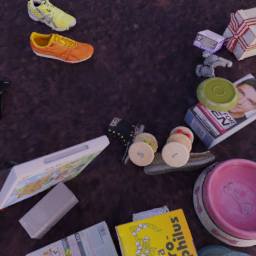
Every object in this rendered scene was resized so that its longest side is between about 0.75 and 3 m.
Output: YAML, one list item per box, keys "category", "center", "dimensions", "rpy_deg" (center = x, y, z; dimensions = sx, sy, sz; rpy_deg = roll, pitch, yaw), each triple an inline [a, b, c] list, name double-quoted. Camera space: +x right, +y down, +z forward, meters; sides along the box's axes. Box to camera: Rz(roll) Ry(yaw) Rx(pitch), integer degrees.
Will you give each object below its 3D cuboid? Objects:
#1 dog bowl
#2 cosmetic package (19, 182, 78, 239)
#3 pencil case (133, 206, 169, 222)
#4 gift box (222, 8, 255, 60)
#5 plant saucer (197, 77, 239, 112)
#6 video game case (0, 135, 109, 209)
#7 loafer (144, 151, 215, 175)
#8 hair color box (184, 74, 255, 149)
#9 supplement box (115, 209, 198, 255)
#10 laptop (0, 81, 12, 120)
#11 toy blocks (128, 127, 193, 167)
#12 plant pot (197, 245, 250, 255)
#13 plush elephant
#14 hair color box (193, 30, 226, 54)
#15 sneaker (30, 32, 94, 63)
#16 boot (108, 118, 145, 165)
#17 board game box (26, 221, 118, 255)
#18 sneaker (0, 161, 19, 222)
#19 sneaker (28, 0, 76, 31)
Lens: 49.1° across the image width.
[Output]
- category: "dog bowl"
  center: [3.418, 2.146, 8.550]
  dimensions: [2.719, 1.002, 2.719]
  rpy_deg: [0, 64, 1]
- category: "cosmetic package"
  center: [-2.342, 2.482, 8.467]
  dimensions: [1.623, 0.867, 0.732]
  rpy_deg: [-41, 71, -16]
- category: "pencil case"
  center: [0.711, 2.725, 8.534]
  dimensions: [1.143, 0.518, 0.475]
  rpy_deg: [-13, 72, -5]
- category: "gift box"
  center: [4.759, -3.826, 11.230]
  dimensions: [1.572, 1.553, 1.683]
  rpy_deg: [-18, 64, -17]
- category: "plant saucer"
  center: [3.130, -1.231, 9.687]
  dimensions: [1.453, 0.226, 1.453]
  rpy_deg: [-1, 60, 2]
- category: "video game case"
  center: [-2.086, 1.235, 7.580]
  dimensions: [2.511, 2.758, 0.304]
  rpy_deg: [-19, 74, -39]
- category: "loafer"
  center: [1.653, 0.965, 9.187]
  dimensions: [2.361, 0.888, 0.822]
  rpy_deg: [-6, 68, -3]
- category: "hair color box"
  center: [3.616, -0.627, 9.978]
  dimensions: [2.850, 0.864, 1.411]
  rpy_deg: [-29, 67, -14]
- category: "supplement box"
  center: [0.645, 3.181, 7.020]
  dimensions: [1.551, 2.833, 1.542]
  rpy_deg: [-14, 66, -7]
- category: "laptop"
  center: [-5.290, -1.104, 10.652]
  dimensions: [1.387, 0.809, 1.566]
  rpy_deg: [2, 90, 2]
- category: "toy blocks"
  center: [1.159, 0.442, 9.116]
  dimensions: [1.825, 2.190, 0.795]
  rpy_deg: [0, 108, 17]
- category: "plant pot"
  center: [2.604, 3.965, 7.222]
  dimensions: [1.835, 1.797, 1.835]
  rpy_deg: [0, 65, 0]
- category: "plush elephant"
  center: [3.215, -2.336, 10.851]
  dimensions: [1.216, 0.941, 1.001]
  rpy_deg: [13, 15, -28]
- category: "hair color box"
  center: [3.254, -3.454, 11.133]
  dimensions: [0.872, 0.517, 1.596]
  rpy_deg: [31, 31, 15]
- category: "sneaker"
  center: [-2.617, -3.195, 11.062]
  dimensions: [2.497, 0.963, 0.911]
  rpy_deg: [4, 68, -6]
- category: "boot"
  center: [-0.191, 0.407, 9.651]
  dimensions: [1.209, 0.578, 1.601]
  rpy_deg: [20, 60, 12]
- category: "board game box"
  center: [-1.412, 3.937, 7.816]
  dimensions: [2.360, 0.758, 1.741]
  rpy_deg: [-20, 65, -11]
- category: "sneaker"
  center: [-4.161, 2.076, 8.625]
  dimensions: [1.284, 0.929, 2.628]
  rpy_deg: [33, 66, 14]
- category: "sneaker"
  center: [-3.360, -4.914, 12.065]
  dimensions: [2.335, 0.892, 0.881]
  rpy_deg: [21, 64, 9]
